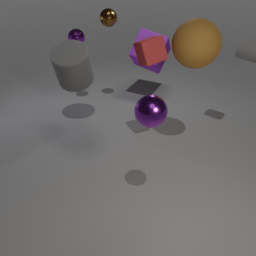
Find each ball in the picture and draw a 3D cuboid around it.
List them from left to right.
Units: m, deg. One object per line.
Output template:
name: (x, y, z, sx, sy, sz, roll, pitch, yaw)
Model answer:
ball: (-2.142, -3.750, 11.615, 0.700, 0.700, 0.700, 0, 30, 0)
ball: (-0.783, -4.406, 11.187, 0.700, 0.700, 0.700, 0, 30, 0)
ball: (0.481, -0.349, 5.875, 0.700, 0.700, 0.700, 0, 30, 0)
ball: (1.968, -2.424, 8.071, 1.400, 1.400, 1.400, 0, 30, 0)

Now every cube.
cube: (0.664, -2.280, 8.275, 0.700, 0.700, 0.700, -22, 21, -12)
cube: (1.065, -3.617, 13.253, 1.400, 1.400, 1.400, 25, 1, 13)

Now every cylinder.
cylinder: (-2.072, -2.317, 10.525, 1.400, 1.400, 1.400, -1, 56, 2)
cylinder: (4.124, -2.636, 9.473, 0.700, 0.700, 0.700, 28, 40, 28)
